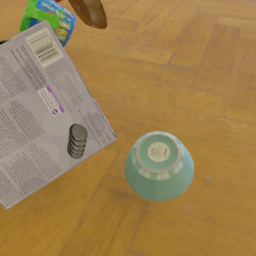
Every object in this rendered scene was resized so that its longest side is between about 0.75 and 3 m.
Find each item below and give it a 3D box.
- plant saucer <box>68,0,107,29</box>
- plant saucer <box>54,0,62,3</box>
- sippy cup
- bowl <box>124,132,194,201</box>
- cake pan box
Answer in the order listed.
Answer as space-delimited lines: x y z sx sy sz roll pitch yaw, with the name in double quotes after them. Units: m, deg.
-1.631 -4.466 9.772 0.439 2.482 2.482 -37 52 -10 "plant saucer"
-1.946 -4.165 8.348 0.779 0.143 0.780 -2 73 44 "plant saucer"
-2.203 -2.962 7.868 1.291 1.383 1.761 21 45 -21 "sippy cup"
0.601 0.651 5.608 1.459 0.763 1.459 -4 59 6 "bowl"
-1.952 -0.253 5.272 2.533 2.750 0.719 -35 19 -12 "cake pan box"
